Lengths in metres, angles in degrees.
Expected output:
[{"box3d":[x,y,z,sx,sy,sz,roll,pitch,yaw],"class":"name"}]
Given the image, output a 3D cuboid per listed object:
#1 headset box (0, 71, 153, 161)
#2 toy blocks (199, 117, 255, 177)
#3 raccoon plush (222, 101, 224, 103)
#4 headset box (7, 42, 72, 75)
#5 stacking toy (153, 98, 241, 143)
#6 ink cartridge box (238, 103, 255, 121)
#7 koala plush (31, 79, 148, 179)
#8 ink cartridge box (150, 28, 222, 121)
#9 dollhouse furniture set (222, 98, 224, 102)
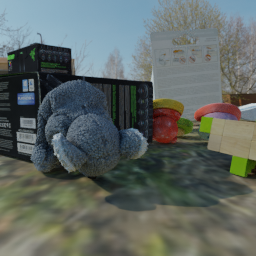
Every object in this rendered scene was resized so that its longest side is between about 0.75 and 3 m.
[{"box3d":[-1.126,-0.288,5.352,2.382,1.269,2.735,5,7,41],"class":"headset box"},{"box3d":[1.862,0.223,3.402,1.145,0.837,1.674,10,1,-30],"class":"toy blocks"},{"box3d":[4.653,-0.985,13.004,1.814,1.216,0.878,0,5,-2],"class":"raccoon plush"},{"box3d":[-3.342,-1.636,10.532,1.382,2.980,2.594,-5,8,-44],"class":"headset box"},{"box3d":[1.403,0.111,6.123,1.911,0.807,1.730,4,-20,11],"class":"stacking toy"},{"box3d":[4.412,-0.437,11.543,2.592,0.650,2.102,-17,2,2],"class":"ink cartridge box"},{"box3d":[-0.466,0.100,3.101,1.099,1.139,1.239,-3,18,-24],"class":"koala plush"},{"box3d":[1.713,-1.538,8.595,2.206,2.719,0.682,-8,6,-11],"class":"ink cartridge box"},{"box3d":[2.113,-1.252,11.296,2.503,2.363,1.633,-18,-15,-37],"class":"dollhouse furniture set"}]
